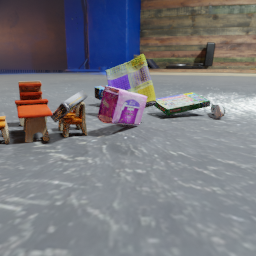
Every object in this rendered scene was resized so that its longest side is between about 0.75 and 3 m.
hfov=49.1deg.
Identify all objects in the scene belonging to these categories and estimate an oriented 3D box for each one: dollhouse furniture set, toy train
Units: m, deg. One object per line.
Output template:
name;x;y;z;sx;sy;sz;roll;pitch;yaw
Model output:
dollhouse furniture set;-2.827;-0.590;8.321;2.718;1.400;2.689;-5;15;-22
toy train;-0.892;-1.572;13.127;0.915;0.694;1.601;-16;28;-31

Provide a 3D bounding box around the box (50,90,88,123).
box;-1.611;-0.582;7.610;0.778;0.238;0.983;-41;6;-38

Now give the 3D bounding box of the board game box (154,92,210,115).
board game box;2.067;-0.979;10.991;1.863;0.271;1.254;-12;27;-18

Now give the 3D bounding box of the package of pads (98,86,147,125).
package of pads;-0.132;-0.621;8.531;0.650;1.034;1.717;19;9;31

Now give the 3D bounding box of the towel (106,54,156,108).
towel;0.048;-1.546;10.243;1.714;2.387;0.272;-17;-32;15

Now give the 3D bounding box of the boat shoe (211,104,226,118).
boat shoe;3.507;-0.683;10.706;0.392;0.475;1.385;8;15;1
